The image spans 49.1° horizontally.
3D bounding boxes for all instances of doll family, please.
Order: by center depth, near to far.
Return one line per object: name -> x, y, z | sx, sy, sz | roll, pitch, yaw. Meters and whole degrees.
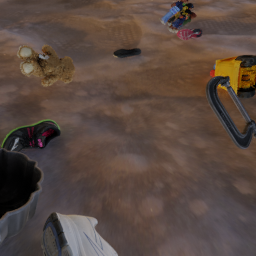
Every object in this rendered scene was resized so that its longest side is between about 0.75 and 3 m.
doll family -> 1.782, -3.863, 9.510 | 0.748, 1.101, 1.905 | 53, 27, -5

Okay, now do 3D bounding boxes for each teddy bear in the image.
teddy bear -> -2.125, -1.599, 7.242 | 1.593, 0.532, 1.155 | -27, 87, -55

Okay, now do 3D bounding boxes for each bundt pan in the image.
bundt pan -> -3.004, 1.416, 5.516 | 2.589, 0.972, 2.589 | 8, 25, -4

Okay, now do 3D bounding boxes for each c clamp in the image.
c clamp -> 1.880, -0.320, 4.907 | 0.208, 1.532, 1.309 | -22, 22, 48

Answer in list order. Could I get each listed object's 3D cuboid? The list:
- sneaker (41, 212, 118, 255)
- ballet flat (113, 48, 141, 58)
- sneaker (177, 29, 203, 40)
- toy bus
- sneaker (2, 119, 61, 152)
sneaker -> -0.520, 2.453, 4.563 | 1.117, 0.955, 2.564 | 7, 42, -42
ballet flat -> -0.022, -3.232, 12.219 | 1.243, 0.353, 0.413 | -7, 76, -4
sneaker -> 2.973, -4.596, 13.731 | 1.346, 0.543, 0.503 | -9, 24, -22
toy bus -> 4.003, -1.999, 9.986 | 2.014, 1.367, 1.934 | -16, 25, -22
sneaker -> -2.569, 0.273, 7.517 | 1.670, 0.641, 0.700 | -31, 44, -31
